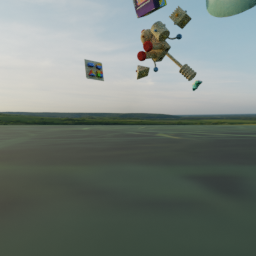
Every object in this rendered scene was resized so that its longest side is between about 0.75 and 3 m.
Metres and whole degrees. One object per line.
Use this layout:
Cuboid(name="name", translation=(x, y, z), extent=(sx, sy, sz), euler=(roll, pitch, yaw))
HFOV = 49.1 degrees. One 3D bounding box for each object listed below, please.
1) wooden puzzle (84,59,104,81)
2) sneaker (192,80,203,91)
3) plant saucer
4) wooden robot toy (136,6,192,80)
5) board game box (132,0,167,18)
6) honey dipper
Cuboid(name="wooden puzzle", translation=(-1.363, -2.405, 11.536), extent=(0.856, 0.924, 0.214), euler=(2, -20, -38))
Cuboid(name="sneaker", translation=(2.817, -1.736, 11.414), extent=(0.312, 0.321, 0.806), euler=(12, -12, -1))
Cuboid(name="plant saucer", translation=(2.441, -3.291, 5.622), extent=(0.409, 2.278, 2.278), euler=(33, -17, -30))
Cuboid(name="wooden robot toy", translation=(0.730, -2.785, 8.763), extent=(1.133, 1.167, 2.572), euler=(-10, -31, -41))
Cuboid(name="board game box", translation=(0.451, -3.581, 7.308), extent=(0.382, 1.114, 1.347), euler=(-20, 15, -12))
Cuboid(name="honey dipper", translation=(1.445, -2.318, 9.327), extent=(2.009, 0.381, 0.381), euler=(47, 23, 22))
